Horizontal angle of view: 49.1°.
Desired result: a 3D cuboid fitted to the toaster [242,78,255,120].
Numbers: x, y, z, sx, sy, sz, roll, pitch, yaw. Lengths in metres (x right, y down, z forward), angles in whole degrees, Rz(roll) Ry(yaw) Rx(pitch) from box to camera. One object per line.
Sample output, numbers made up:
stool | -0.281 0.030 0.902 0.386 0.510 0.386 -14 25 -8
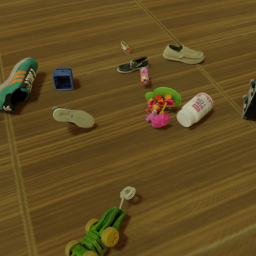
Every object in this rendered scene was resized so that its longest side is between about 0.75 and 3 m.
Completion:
toaster | 5.429 -1.114 10.407 1.963 1.775 1.165 10 51 9

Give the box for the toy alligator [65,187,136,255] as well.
toy alligator | -0.615 2.890 7.730 0.982 0.712 2.962 7 41 49

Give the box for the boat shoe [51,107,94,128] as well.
boat shoe | -1.966 -0.417 10.110 1.623 0.583 0.549 14 5 -34

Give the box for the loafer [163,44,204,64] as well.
loafer | 2.626 -3.503 13.154 1.935 0.661 0.732 7 50 6

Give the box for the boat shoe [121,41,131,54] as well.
boat shoe | -0.105 -3.959 13.806 0.297 0.261 0.834 -21 54 -19

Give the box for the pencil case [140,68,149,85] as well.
pencil case | 0.721 -2.215 11.944 0.356 0.356 0.805 -4 55 -3

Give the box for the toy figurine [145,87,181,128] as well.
toy figurine | 1.136 -0.671 10.697 1.502 1.128 1.383 3 56 32

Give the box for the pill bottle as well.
pill bottle | 2.550 -0.682 10.697 0.787 0.787 1.388 37 59 27

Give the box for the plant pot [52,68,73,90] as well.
plant pot | -2.729 -2.127 11.938 0.802 0.802 0.721 -1 44 -1

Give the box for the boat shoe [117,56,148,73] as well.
boat shoe | 0.216 -2.921 12.786 1.488 0.503 0.534 -16 53 -11

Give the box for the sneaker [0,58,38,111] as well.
sneaker | -4.355 -1.755 11.546 1.101 0.984 2.756 19 60 14
